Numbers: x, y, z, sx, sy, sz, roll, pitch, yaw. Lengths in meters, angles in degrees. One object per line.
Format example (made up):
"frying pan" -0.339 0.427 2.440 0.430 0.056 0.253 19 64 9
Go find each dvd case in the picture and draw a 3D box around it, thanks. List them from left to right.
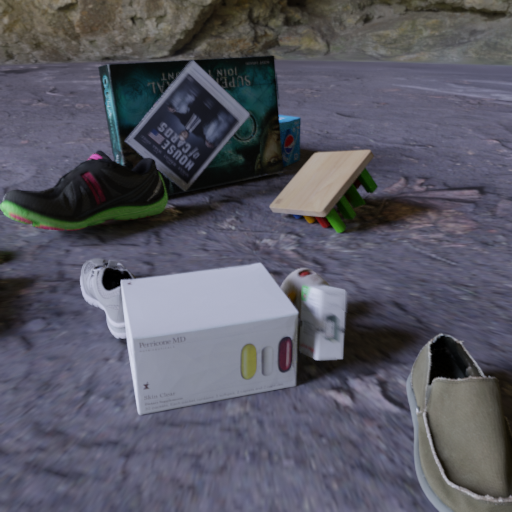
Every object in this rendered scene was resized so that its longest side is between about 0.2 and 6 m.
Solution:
"dvd case" -1.349 -2.557 11.162 1.554 2.068 0.256 40 -2 -20

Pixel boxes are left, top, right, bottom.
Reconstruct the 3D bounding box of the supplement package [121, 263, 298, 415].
"supplement package" -0.546 0.830 6.147 1.691 0.938 1.317 -7 25 -15

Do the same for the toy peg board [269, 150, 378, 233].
"toy peg board" 1.352 -1.158 10.538 1.573 0.769 1.566 -50 30 -18

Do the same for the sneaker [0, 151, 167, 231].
"sneaker" -3.045 -1.197 10.028 1.200 1.310 3.127 7 17 43

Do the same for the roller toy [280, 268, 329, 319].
"roller toy" 0.625 0.484 7.083 0.577 0.633 0.442 -47 50 -3

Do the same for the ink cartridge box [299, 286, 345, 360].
"ink cartridge box" 0.721 0.724 6.177 0.319 0.760 0.555 2 2 -16

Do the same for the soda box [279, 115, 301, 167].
"soda box" -0.723 -3.254 15.138 3.732 1.197 1.266 15 28 28

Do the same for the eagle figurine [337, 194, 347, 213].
"eagle figurine" 1.765 -1.327 11.416 0.783 0.779 1.032 -21 27 28

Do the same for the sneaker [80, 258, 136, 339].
"sneaker" -1.863 0.345 7.463 0.701 0.769 1.875 -15 28 -30

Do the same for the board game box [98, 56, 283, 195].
"board game box" -1.218 -2.867 12.318 4.074 2.755 0.574 -17 19 -32

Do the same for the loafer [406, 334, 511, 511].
"loafer" 1.790 1.439 4.978 0.823 0.762 2.187 0 24 0
